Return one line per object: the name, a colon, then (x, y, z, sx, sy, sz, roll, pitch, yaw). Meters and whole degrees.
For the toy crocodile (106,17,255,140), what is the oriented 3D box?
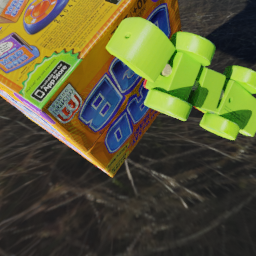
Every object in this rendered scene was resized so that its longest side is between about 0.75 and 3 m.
toy crocodile: (1.009, -0.540, 3.941, 2.950, 0.996, 0.911, 18, 6, -36)

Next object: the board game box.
board game box: (-0.897, -1.280, 5.216, 2.758, 2.758, 2.760, 30, 76, 27)
